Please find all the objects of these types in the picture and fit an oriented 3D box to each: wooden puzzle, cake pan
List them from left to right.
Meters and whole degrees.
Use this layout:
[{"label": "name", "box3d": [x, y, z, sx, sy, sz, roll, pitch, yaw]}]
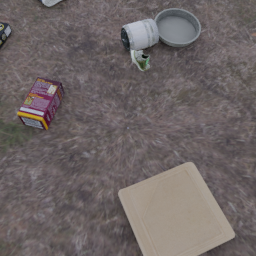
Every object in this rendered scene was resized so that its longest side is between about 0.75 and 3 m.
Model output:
[{"label": "wooden puzzle", "box3d": [1.487, 2.740, 8.964, 2.950, 0.549, 2.729, -18, 61, -15]}, {"label": "cake pan", "box3d": [2.283, -4.676, 13.141, 2.203, 0.404, 2.203, 2, 65, -4]}]

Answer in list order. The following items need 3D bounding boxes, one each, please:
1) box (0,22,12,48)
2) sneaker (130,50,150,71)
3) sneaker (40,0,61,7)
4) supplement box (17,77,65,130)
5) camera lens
[{"label": "box", "box3d": [-6.591, -4.059, 12.842, 1.693, 0.516, 2.101, 12, 61, 10]}, {"label": "sneaker", "box3d": [0.625, -2.637, 10.939, 0.604, 1.364, 0.524, -8, 76, 29]}, {"label": "sneaker", "box3d": [-3.800, -7.404, 14.519, 2.318, 0.934, 1.697, -35, 70, -12]}, {"label": "supplement box", "box3d": [-3.330, -0.974, 10.892, 1.028, 0.798, 1.862, 14, 61, 8]}, {"label": "camera lens", "box3d": [0.489, -4.111, 12.482, 1.477, 1.181, 1.181, -20, 62, -11]}]
